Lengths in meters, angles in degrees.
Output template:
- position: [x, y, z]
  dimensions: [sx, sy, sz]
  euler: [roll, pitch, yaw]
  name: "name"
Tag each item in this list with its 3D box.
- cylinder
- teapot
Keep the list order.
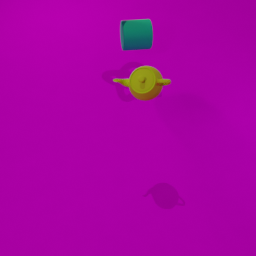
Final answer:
- position: [0.247, -2.849, 8.587]
  dimensions: [0.880, 0.880, 0.880]
  euler: [-6, 60, -7]
  name: "cylinder"
- position: [0.299, -0.937, 5.723]
  dimensions: [1.169, 0.572, 0.727]
  euler: [3, 87, 17]
  name: "teapot"
